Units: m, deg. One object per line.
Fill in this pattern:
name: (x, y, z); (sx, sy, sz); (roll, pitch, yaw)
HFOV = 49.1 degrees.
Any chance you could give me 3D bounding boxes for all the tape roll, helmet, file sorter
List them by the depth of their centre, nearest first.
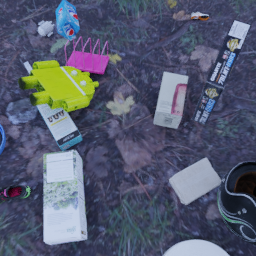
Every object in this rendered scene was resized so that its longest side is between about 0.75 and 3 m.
tape roll: (2.147, 4.866, 8.571); (2.722, 0.497, 2.722); (0, 67, 0)
helmet: (3.959, 2.336, 8.697); (2.408, 2.295, 2.408); (-4, 105, -16)
file sorter: (-1.692, -3.102, 11.645); (1.628, 1.021, 1.131); (10, 50, 5)

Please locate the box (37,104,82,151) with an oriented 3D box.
box: (-2.677, -0.269, 10.800); (0.903, 0.540, 2.196); (-29, 70, -12)

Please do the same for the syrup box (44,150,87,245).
syrup box: (-2.092, 2.281, 9.336); (1.128, 1.167, 2.865); (-8, 67, -1)

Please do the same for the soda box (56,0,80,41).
soda box: (-2.112, -3.767, 9.722); (0.563, 0.532, 1.659); (-43, 43, 27)

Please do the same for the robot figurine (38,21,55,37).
robot figurine: (-3.729, -4.504, 12.698); (0.828, 0.467, 0.702); (-46, 107, -18)

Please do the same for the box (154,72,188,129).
box: (1.652, -1.058, 10.817); (0.979, 1.149, 1.797); (12, 67, 5)

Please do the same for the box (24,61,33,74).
box: (-3.860, -2.124, 11.385); (0.199, 0.966, 0.753); (-30, 69, -12)

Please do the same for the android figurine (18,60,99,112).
android figurine: (-2.502, -1.643, 10.741); (2.953, 0.606, 2.688); (-18, 56, -39)

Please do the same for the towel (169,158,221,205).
towel: (2.405, 1.899, 10.002); (1.687, 0.291, 1.118); (-25, 70, -11)

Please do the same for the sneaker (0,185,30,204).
sneaker: (-4.202, 2.230, 9.647); (1.543, 0.647, 0.592); (-14, 67, -6)

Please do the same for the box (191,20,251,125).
box: (2.803, -1.584, 8.590); (0.591, 2.381, 2.363); (26, 71, 14)

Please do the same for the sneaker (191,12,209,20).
sneaker: (3.389, -5.300, 13.148); (0.848, 0.321, 0.390); (2, 62, 0)

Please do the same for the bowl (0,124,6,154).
bowl: (-5.628, 0.531, 10.530); (2.051, 0.403, 2.051); (0, 66, 0)
